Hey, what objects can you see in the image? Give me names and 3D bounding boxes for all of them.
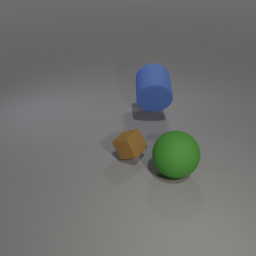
[{"bbox_3d":[0.058,0.524,9.020,0.700,0.700,0.700,-10,22,42],"label":"cube"},{"bbox_3d":[1.414,0.772,8.250,1.400,1.400,1.400,0,30,0],"label":"ball"},{"bbox_3d":[1.018,-1.599,11.157,1.400,1.400,1.400,0,47,0],"label":"cylinder"}]
